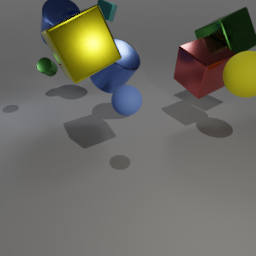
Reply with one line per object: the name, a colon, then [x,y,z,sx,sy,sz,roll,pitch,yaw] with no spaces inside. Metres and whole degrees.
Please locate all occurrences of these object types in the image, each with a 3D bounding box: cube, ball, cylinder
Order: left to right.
cylinder: [-3.599,-2.716,12.525,0.700,0.700,0.700,5,-3,8]
cylinder: [-2.585,-3.946,10.689,1.400,1.400,1.400,6,71,-18]
cube: [-1.239,-2.180,7.323,1.400,1.400,1.400,-32,26,-10]
cube: [-0.931,-4.961,11.847,0.700,0.700,0.700,22,20,4]
cylinder: [-0.493,-2.192,10.070,1.400,1.400,1.400,18,52,-24]
ball: [-0.031,-0.629,6.371,0.700,0.700,0.700,0,31,0]
cube: [2.650,-2.151,9.860,1.400,1.400,1.400,-26,54,-22]
cube: [3.602,-3.336,10.307,1.400,1.400,1.400,-31,15,-20]
ball: [3.635,-1.632,8.559,1.400,1.400,1.400,0,31,0]
